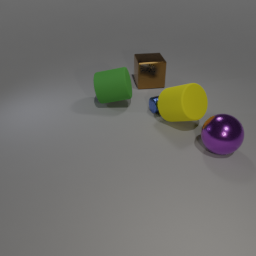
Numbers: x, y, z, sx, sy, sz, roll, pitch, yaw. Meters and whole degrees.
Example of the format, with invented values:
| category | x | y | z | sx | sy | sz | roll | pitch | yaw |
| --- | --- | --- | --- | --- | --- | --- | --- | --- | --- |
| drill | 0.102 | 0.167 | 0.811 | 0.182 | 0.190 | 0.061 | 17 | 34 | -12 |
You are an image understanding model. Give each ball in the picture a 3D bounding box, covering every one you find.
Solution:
| category | x | y | z | sx | sy | sz | roll | pitch | yaw |
| --- | --- | --- | --- | --- | --- | --- | --- | --- | --- |
| ball | 3.199 | 0.210 | 9.514 | 1.400 | 1.400 | 1.400 | 0 | 33 | 0 |

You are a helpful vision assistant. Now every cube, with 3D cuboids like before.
| category | x | y | z | sx | sy | sz | roll | pitch | yaw |
| --- | --- | --- | --- | --- | --- | --- | --- | --- | --- |
| cube | 1.101 | -2.957 | 14.446 | 1.400 | 1.400 | 1.400 | -5 | 34 | -7 |

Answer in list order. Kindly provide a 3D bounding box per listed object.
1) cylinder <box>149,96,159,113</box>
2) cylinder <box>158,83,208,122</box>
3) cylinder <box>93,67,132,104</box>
| category | x | y | z | sx | sy | sz | roll | pitch | yaw |
| --- | --- | --- | --- | --- | --- | --- | --- | --- | --- |
| cylinder | 1.355 | -1.044 | 12.130 | 0.700 | 0.700 | 0.700 | -13 | 35 | -19 |
| cylinder | 2.117 | -0.962 | 10.931 | 1.400 | 1.400 | 1.400 | -23 | 12 | -32 |
| cylinder | -0.638 | -1.871 | 12.338 | 1.400 | 1.400 | 1.400 | -9 | 31 | 11 |
